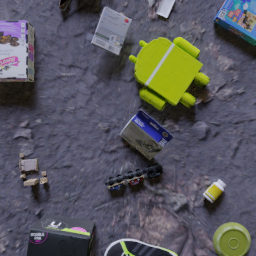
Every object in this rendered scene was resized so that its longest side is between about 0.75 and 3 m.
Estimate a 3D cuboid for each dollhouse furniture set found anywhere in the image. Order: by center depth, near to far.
[{"bbox_3d":[-3.401,1.431,9.932,0.957,0.548,1.123,-5,90,0],"label":"dollhouse furniture set"}]

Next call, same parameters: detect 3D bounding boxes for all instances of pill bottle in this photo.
[{"bbox_3d":[3.103,2.240,9.975,0.452,0.452,0.803,43,90,0],"label":"pill bottle"}]

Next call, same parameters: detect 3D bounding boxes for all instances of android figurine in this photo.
[{"bbox_3d":[1.401,-1.991,9.923,2.838,0.583,2.583,32,90,-2],"label":"android figurine"}]

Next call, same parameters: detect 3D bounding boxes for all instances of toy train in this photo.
[{"bbox_3d":[0.229,1.779,10.040,2.153,0.367,0.493,-17,106,0],"label":"toy train"}]

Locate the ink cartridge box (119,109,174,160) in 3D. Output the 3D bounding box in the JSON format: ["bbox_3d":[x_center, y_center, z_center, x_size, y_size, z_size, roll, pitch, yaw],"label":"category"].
[{"bbox_3d":[0.590,0.274,9.564,1.479,1.482,0.301,39,50,1],"label":"ink cartridge box"}]

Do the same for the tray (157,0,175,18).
[{"bbox_3d":[1.387,-4.436,10.179,0.438,0.090,0.815,25,90,1],"label":"tray"}]

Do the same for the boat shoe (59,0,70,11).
[{"bbox_3d":[-2.248,-4.672,10.067,0.311,0.311,0.860,16,90,0],"label":"boat shoe"}]

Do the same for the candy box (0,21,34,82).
[{"bbox_3d":[-4.230,-2.659,9.853,1.681,0.717,2.004,-1,90,0],"label":"candy box"}]

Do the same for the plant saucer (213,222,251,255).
[{"bbox_3d":[3.777,4.128,10.092,1.386,0.215,1.386,0,90,1],"label":"plant saucer"}]

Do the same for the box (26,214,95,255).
[{"bbox_3d":[-2.285,4.488,9.376,1.936,1.620,2.607,9,90,0],"label":"box"}]

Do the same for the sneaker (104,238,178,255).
[{"bbox_3d":[0.537,4.518,9.617,2.766,1.146,0.992,5,90,0],"label":"sneaker"}]

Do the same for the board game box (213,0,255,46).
[{"bbox_3d":[4.189,-4.009,10.017,1.777,0.400,1.352,31,90,0],"label":"board game box"}]

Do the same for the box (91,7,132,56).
[{"bbox_3d":[-0.572,-3.330,9.698,1.029,0.272,1.320,19,94,-20],"label":"box"}]
